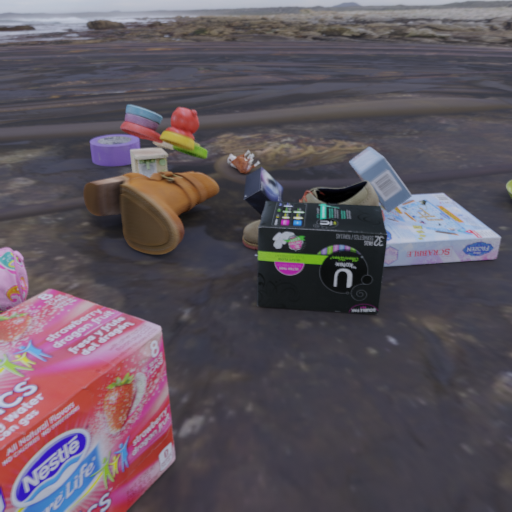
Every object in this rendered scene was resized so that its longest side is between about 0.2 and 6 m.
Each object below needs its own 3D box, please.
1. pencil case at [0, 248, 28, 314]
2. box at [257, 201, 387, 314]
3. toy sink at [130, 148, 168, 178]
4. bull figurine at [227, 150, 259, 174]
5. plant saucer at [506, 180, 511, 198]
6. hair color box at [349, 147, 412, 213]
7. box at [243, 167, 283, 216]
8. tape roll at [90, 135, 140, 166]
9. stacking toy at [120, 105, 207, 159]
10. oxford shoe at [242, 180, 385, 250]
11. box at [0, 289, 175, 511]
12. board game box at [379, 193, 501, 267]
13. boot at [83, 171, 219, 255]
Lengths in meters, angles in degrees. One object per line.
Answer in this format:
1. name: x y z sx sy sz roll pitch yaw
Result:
1. pencil case: -4.089 0.437 7.226 2.118 0.926 0.926 -7 27 -16
2. box: 0.877 -0.007 7.749 1.660 1.233 1.032 3 26 6
3. toy sink: -2.412 -2.054 12.705 0.728 0.626 1.117 -8 20 -17
4. bull figurine: -0.322 -2.253 13.412 0.576 0.309 0.949 -37 40 0
5. plant saucer: 6.087 -1.118 11.124 2.135 0.332 2.135 0 26 0
6. hair color box: 2.106 -1.350 9.667 0.495 0.808 1.632 -36 11 13
7. box: 0.147 -1.167 10.473 0.417 0.672 0.677 -28 39 31
8. tape roll: -3.548 -2.676 14.153 1.211 0.514 1.211 0 26 0
9. stacking toy: -1.893 -2.841 12.425 1.884 0.796 1.706 19 3 21
10. oxford shoe: 0.827 -0.709 9.162 2.383 0.891 0.840 -13 35 15
11. box: -2.077 1.627 4.042 1.439 1.503 3.015 15 30 28
12. board game box: 2.687 -0.504 9.706 2.111 0.435 2.116 -3 26 -6
13. boot: -1.529 -0.907 10.109 2.178 1.076 2.805 -14 22 -39
